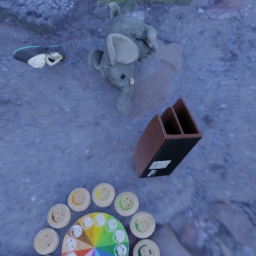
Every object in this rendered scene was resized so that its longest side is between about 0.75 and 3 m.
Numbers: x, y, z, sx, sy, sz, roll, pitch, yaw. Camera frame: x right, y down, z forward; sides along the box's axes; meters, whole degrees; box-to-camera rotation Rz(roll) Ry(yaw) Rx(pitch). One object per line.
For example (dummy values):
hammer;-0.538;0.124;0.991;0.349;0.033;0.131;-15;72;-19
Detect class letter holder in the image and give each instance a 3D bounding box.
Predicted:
letter holder;0.823;0.229;7.154;0.951;1.890;1.344;-2;55;-22

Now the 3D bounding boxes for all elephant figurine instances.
elephant figurine;-0.284;-2.148;8.718;2.098;1.913;2.704;25;58;16

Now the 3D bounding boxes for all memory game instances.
memory game;-0.760;2.677;6.362;2.983;0.190;2.983;-5;59;8

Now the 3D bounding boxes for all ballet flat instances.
ballet flat;-2.783;-2.326;9.176;0.699;0.699;1.913;33;33;20
